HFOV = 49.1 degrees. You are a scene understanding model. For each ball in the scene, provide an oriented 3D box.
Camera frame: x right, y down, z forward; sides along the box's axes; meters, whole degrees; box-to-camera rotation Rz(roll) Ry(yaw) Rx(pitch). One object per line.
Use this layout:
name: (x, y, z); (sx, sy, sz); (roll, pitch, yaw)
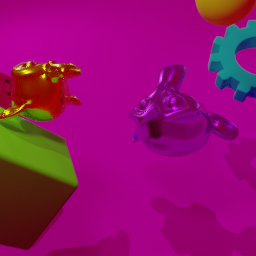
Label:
ball: (1.314, -1.788, 3.734); (0.807, 0.807, 0.807); (0, 44, 0)

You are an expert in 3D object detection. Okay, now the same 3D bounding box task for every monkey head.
monkey head: (0.780, -0.249, 4.774); (1.996, 1.203, 1.436); (-3, 55, 34)
monkey head: (-1.086, -0.495, 3.895); (1.015, 0.850, 1.411); (6, 15, 35)

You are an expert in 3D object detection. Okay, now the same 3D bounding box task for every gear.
gear: (2.740, -1.407, 5.884); (1.971, 0.365, 1.971); (-3, 63, 5)

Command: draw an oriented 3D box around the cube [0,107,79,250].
cube: (-1.621, 0.663, 3.855); (1.236, 1.236, 1.236); (31, 13, -33)

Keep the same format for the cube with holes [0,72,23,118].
cube with holes: (-2.833, -0.396, 5.174); (1.126, 1.126, 1.126); (-41, 53, 21)
